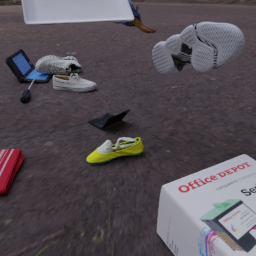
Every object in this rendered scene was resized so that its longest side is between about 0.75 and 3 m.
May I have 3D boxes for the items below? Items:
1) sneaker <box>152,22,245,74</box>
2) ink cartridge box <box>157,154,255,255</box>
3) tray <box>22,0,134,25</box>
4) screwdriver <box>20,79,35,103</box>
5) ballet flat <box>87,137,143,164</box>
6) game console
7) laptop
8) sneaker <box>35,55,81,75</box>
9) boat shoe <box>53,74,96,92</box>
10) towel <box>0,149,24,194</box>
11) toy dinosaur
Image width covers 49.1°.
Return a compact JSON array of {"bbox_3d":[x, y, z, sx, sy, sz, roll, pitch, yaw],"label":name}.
[{"bbox_3d":[1.518,-1.587,5.377,1.270,0.830,2.209,-22,14,-25],"label":"sneaker"},{"bbox_3d":[2.026,1.773,4.215,2.027,1.176,2.800,-15,32,-24],"label":"ink cartridge box"},{"bbox_3d":[-1.003,-2.440,5.586,2.098,0.233,1.127,-9,65,-16],"label":"tray"},{"bbox_3d":[-3.941,-1.565,11.059,0.322,0.309,2.214,22,25,-23],"label":"screwdriver"},{"bbox_3d":[-0.328,0.519,7.163,1.515,0.508,0.506,-9,28,-16],"label":"ballet flat"},{"bbox_3d":[-4.306,-2.830,12.625,1.128,1.627,1.906,-23,26,13],"label":"game console"},{"bbox_3d":[-0.606,-0.374,8.743,1.035,0.534,0.917,26,38,38],"label":"laptop"},{"bbox_3d":[-3.147,-2.822,12.861,2.171,0.816,0.880,-16,46,-36],"label":"sneaker"},{"bbox_3d":[-2.179,-1.884,11.337,1.816,0.634,0.644,6,30,10],"label":"boat shoe"},{"bbox_3d":[-3.635,1.047,6.512,2.094,0.235,1.514,-3,31,-2],"label":"towel"},{"bbox_3d":[0.004,-3.716,9.788,1.068,2.033,1.845,-39,4,11],"label":"toy dinosaur"}]
